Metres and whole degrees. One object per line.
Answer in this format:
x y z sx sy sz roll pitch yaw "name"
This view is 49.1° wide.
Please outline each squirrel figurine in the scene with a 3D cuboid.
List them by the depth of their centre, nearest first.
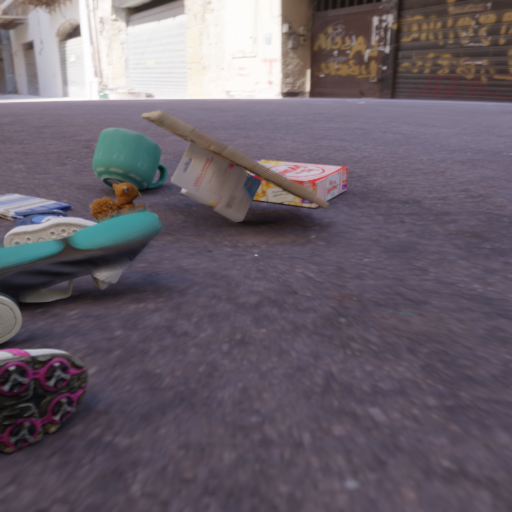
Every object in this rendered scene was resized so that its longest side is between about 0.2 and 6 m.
-2.462 -0.840 10.083 0.974 0.909 0.689 -13 23 -33 "squirrel figurine"

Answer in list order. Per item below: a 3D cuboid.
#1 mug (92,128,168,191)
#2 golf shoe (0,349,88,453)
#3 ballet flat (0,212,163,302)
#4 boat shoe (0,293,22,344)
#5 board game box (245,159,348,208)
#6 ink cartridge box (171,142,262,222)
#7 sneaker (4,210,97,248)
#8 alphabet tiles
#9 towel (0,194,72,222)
-2.916 -2.103 13.129 1.771 1.095 1.455 16 -16 -14 "mug"
-2.547 1.172 4.471 2.295 0.833 1.057 -13 23 -34 "golf shoe"
-2.373 0.100 7.297 2.448 0.894 0.894 -17 24 -18 "ballet flat"
-3.696 0.655 5.953 2.278 0.818 0.770 -7 25 -12 "boat shoe"
0.601 -1.739 13.097 2.562 0.593 1.941 10 22 26 "board game box"
-0.790 -1.376 10.530 1.537 0.885 0.522 28 -6 -18 "ink cartridge box"
-3.104 -0.456 9.265 1.775 0.715 1.299 -3 23 6 "sneaker"
-0.399 -1.785 10.425 3.498 0.132 2.924 25 4 -21 "alphabet tiles"
-4.944 -1.007 11.645 1.764 0.210 1.296 11 20 24 "towel"
